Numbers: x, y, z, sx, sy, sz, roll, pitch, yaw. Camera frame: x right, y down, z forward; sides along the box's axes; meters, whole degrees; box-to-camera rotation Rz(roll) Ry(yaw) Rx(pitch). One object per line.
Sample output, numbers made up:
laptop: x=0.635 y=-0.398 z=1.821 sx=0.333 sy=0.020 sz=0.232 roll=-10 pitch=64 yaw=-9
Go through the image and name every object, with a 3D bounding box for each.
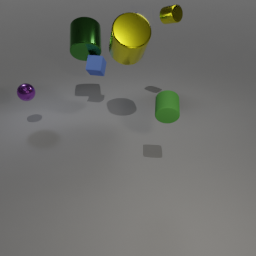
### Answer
cylinder: x=1.140 y=-0.610 z=8.121 sx=0.700 sy=0.700 sz=0.700 roll=3 pitch=51 yaw=5
cylinder: x=1.798 y=-4.729 z=11.681 sx=0.700 sy=0.700 sz=0.700 roll=-23 pitch=24 yaw=-34
cylinder: x=0.040 y=-3.246 z=10.330 sx=1.400 sy=1.400 sz=1.400 roll=-5 pitch=-11 yaw=-9
cube: x=-1.428 y=-2.802 z=12.607 sx=0.700 sy=0.700 sz=0.700 roll=7 pitch=-8 yaw=11
cylinder: x=-1.918 y=-3.999 z=12.661 sx=1.400 sy=1.400 sz=1.400 roll=-2 pitch=70 yaw=-4
ball: x=-4.029 y=-1.413 z=11.081 sx=0.700 sy=0.700 sz=0.700 roll=0 pitch=30 yaw=0
